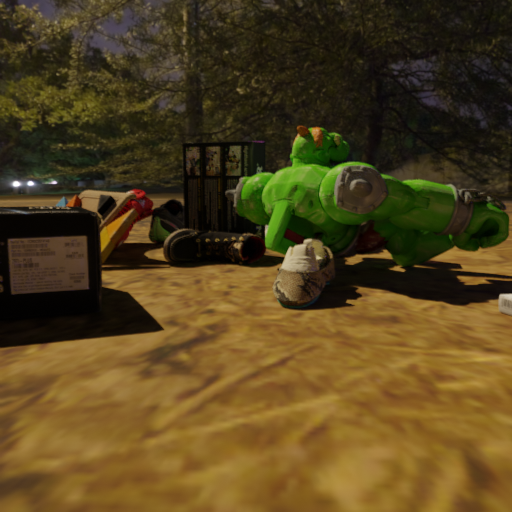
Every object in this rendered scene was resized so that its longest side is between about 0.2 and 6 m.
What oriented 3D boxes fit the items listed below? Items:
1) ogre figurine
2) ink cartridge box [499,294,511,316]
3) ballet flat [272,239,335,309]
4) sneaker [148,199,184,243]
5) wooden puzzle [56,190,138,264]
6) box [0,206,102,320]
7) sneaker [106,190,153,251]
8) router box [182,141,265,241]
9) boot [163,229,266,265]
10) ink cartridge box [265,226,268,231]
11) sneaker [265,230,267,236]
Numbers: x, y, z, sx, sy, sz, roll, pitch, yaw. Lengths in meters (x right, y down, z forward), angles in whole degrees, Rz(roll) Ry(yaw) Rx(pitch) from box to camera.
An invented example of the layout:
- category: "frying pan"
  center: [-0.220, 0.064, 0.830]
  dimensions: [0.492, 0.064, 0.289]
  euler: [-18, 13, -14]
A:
- category: "ogre figurine"
  center: [1.491, -0.743, 9.503]
  dimensions: [2.774, 2.270, 4.626]
  euler: [16, 12, -36]
- category: "ink cartridge box"
  center: [3.319, 0.575, 6.167]
  dimensions: [0.949, 0.224, 0.760]
  euler: [-3, 8, -17]
- category: "ballet flat"
  center: [0.662, 0.150, 7.442]
  dimensions: [0.657, 0.729, 1.936]
  euler: [5, 9, 18]
- category: "sneaker"
  center: [-1.938, -0.929, 14.389]
  dimensions: [0.977, 1.066, 2.545]
  euler: [2, 8, 12]
- category: "wooden puzzle"
  center: [-3.493, -0.662, 10.969]
  dimensions: [3.213, 0.376, 2.168]
  euler: [2, 46, 41]
- category: "box"
  center: [-3.381, 0.015, 6.742]
  dimensions: [2.718, 1.170, 2.226]
  euler: [-3, 7, -22]
- category: "sneaker"
  center: [-3.072, -1.047, 12.808]
  dimensions: [1.768, 1.199, 3.061]
  euler: [-32, 22, -23]
- category: "router box"
  center: [-0.672, -1.179, 11.548]
  dimensions: [1.717, 2.302, 0.588]
  euler: [5, 10, 29]
- category: "boot"
  center: [-0.737, -0.145, 10.344]
  dimensions: [1.279, 0.621, 1.698]
  euler: [7, 6, 36]
- category: "ink cartridge box"
  center: [0.243, -0.668, 14.643]
  dimensions: [1.142, 0.489, 0.843]
  euler: [-3, 8, -26]
- category: "sneaker"
  center: [1.023, -0.856, 13.763]
  dimensions: [1.003, 1.057, 2.626]
  euler: [11, 18, 33]
